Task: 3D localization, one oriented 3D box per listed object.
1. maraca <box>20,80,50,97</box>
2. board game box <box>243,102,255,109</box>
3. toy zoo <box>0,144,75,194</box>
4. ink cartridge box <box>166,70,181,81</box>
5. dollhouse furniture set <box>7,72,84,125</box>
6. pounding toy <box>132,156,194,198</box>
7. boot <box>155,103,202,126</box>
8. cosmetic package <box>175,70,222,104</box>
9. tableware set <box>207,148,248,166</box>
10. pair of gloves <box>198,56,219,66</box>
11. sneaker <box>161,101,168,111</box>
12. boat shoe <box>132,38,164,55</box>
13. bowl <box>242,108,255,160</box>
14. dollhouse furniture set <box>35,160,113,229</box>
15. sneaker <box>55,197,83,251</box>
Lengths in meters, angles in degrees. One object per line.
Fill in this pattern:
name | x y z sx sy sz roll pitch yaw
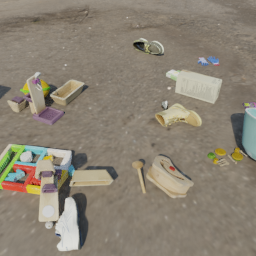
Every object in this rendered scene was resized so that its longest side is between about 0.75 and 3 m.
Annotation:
maraca | -4.390 -1.836 13.220 1.238 0.966 1.805 -13 17 -34
board game box | 5.556 -0.835 12.544 0.564 0.152 0.940 -2 39 4
toy zoo | -3.166 1.397 9.608 2.863 0.293 1.878 6 39 8
ink cartridge box | 2.666 -2.917 15.062 1.042 0.250 0.758 -32 48 -31
dollhouse furniture set | -3.578 -2.050 12.472 2.344 2.099 2.958 18 42 21
pounding toy | 1.077 1.656 9.154 1.903 1.092 1.088 36 22 25
boot | 2.066 -0.376 11.581 1.286 0.602 1.654 -24 43 -27
cosmetic package | 3.310 -1.980 13.268 1.969 1.036 0.700 22 42 23
tableware set | 3.589 1.023 10.197 1.276 0.196 0.860 -16 39 -18
pair of gloves | 4.698 -3.913 16.374 1.315 0.150 1.057 -1 38 -3
sneaker | 1.638 -0.941 12.582 0.318 0.296 0.802 -4 32 10
boat shoe | 1.203 -4.927 17.140 0.691 0.826 2.311 -27 40 -30
bowl | 5.027 0.473 9.511 2.677 1.400 2.677 16 20 -6
dollhouse furniture set | -1.470 1.945 8.111 2.312 1.832 1.641 1 65 -16
sneaker | -1.697 2.642 7.848 0.715 0.611 1.641 -11 39 -6
